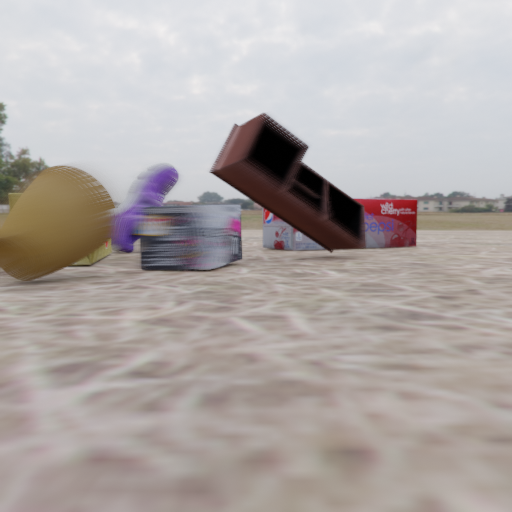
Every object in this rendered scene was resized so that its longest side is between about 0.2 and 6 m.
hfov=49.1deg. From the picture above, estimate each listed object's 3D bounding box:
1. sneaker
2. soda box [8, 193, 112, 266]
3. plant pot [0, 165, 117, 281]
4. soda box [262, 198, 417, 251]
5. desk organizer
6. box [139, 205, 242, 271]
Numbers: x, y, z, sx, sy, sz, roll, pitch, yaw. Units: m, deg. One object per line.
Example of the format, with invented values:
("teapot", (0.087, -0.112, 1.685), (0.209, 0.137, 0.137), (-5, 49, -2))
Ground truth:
("sneaker", (-2.453, -1.022, 12.720), (1.040, 2.494, 1.006), (24, -25, 19))
("soda box", (-3.304, -0.481, 9.910), (1.183, 1.118, 3.493), (-2, 4, -10))
("plant pot", (-2.341, -0.282, 6.304), (1.114, 1.114, 1.195), (1, 31, 16))
("soda box", (2.252, -0.853, 14.546), (4.156, 1.318, 1.455), (-3, 4, -32))
("desk organizer", (0.802, -1.250, 10.261), (3.014, 1.081, 1.160), (32, -14, -23))
("box", (-0.901, -0.292, 8.307), (1.064, 0.923, 1.610), (0, 6, 14))
